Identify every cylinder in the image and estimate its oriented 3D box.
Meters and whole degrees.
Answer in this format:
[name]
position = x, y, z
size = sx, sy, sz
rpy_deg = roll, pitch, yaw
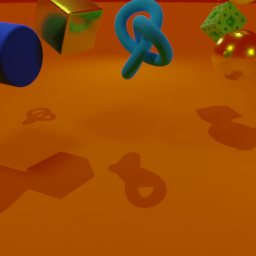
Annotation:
[cylinder]
position = -2.542, -1.494, 5.599
size = 1.185, 1.185, 1.185
rpy_deg = 14, 29, 19

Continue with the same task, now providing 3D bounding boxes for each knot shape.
[knot shape]
position = 0.267, -1.974, 5.976
size = 0.798, 1.617, 1.728
rpy_deg = -5, -9, -25

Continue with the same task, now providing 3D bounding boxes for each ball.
[ball]
position = 3.001, -1.971, 7.644
size = 1.373, 1.373, 1.373
rpy_deg = 0, 26, 0

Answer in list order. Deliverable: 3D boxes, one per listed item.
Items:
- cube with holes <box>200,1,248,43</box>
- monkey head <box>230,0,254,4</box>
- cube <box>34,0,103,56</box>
[cube with holes]
position = 3.040, -3.322, 8.937
size = 0.849, 0.849, 0.849
rpy_deg = 35, 0, -19
[monkey head]
position = 3.189, -4.005, 7.490
size = 1.714, 1.233, 1.033
rpy_deg = -22, 23, -10
[cube]
position = -1.302, -2.309, 6.059
size = 0.971, 0.971, 0.971
rpy_deg = 41, 44, 17
